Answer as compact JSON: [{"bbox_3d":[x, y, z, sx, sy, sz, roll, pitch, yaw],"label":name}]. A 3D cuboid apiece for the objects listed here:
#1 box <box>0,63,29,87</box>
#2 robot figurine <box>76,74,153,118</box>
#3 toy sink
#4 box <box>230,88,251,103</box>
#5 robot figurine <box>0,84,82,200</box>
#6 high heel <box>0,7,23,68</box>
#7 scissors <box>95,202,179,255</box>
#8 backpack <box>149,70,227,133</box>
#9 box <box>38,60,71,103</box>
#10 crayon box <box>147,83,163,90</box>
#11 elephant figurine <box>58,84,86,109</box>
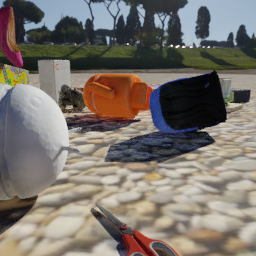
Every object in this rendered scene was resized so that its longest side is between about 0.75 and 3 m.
[{"bbox_3d":[-5.380,-1.302,9.267,2.847,1.737,2.742,5,2,19],"label":"box"},{"bbox_3d":[-0.496,-1.212,10.212,2.708,1.579,1.948,6,33,25],"label":"robot figurine"},{"bbox_3d":[3.637,-1.558,12.165,2.370,1.328,1.545,12,18,41],"label":"toy sink"},{"bbox_3d":[5.346,-1.645,14.094,1.169,0.609,1.065,-9,17,-32],"label":"box"},{"bbox_3d":[-2.148,0.208,4.020,2.923,1.651,2.479,-2,30,-7],"label":"robot figurine"},{"bbox_3d":[-3.561,-2.802,8.726,0.841,1.753,0.591,-17,17,15],"label":"high heel"},{"bbox_3d":[0.054,1.218,3.246,0.602,0.115,1.646,-7,14,-17],"label":"scissors"},{"bbox_3d":[1.535,-0.565,7.855,1.873,1.522,1.572,-13,-4,-19],"label":"backpack"},{"bbox_3d":[-3.606,-2.331,13.899,0.985,2.021,1.257,5,13,24],"label":"box"},{"bbox_3d":[0.777,-1.652,13.631,2.875,0.838,2.480,-3,15,-10],"label":"crayon box"},{"bbox_3d":[-2.091,-1.201,11.849,1.581,1.227,1.119,8,-29,-9],"label":"elephant figurine"}]
